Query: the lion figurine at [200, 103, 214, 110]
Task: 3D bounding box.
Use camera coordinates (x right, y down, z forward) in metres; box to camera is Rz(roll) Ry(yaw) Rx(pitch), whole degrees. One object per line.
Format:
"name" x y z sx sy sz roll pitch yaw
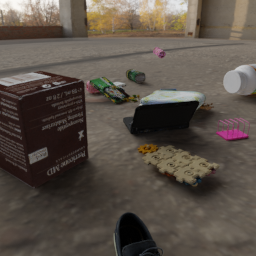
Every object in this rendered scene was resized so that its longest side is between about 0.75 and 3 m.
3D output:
"lion figurine" 3.618 -0.987 13.076 0.555 0.329 0.907 -21 6 -21

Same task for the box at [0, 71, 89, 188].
"box" -2.638 -0.132 8.130 2.106 2.564 2.127 17 29 34

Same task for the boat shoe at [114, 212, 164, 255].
"boat shoe" 0.202 2.309 4.821 0.813 0.678 2.178 -4 25 -13

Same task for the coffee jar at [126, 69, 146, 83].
"coffee jar" 0.473 -3.436 18.376 0.791 0.647 1.517 -17 28 -22

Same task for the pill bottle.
"pill bottle" 6.726 -2.650 15.287 2.909 1.615 1.615 -11 25 -25

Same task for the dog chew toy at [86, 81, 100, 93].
"dog chew toy" -1.763 -2.333 15.836 1.142 0.711 0.711 -3 22 -24

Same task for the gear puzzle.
"gear puzzle" 1.217 1.022 8.369 1.398 0.354 2.700 -20 27 -35

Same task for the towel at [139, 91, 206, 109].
"towel" 2.079 -1.210 12.939 2.669 0.643 2.284 5 20 24

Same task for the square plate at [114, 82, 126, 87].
"square plate" -0.675 -2.697 17.341 0.873 0.124 0.865 21 30 40

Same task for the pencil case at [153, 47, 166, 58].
"pencil case" 1.355 -3.269 12.144 0.334 0.320 0.772 4 29 -19

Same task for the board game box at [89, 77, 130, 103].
"board game box" -0.978 -2.030 14.748 1.092 0.244 2.084 -24 53 -40

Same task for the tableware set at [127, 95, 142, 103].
"tableware set" 0.292 -1.572 14.633 0.709 0.161 1.052 14 27 30

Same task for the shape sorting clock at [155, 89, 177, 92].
"shape sorting clock" 2.033 -1.849 14.717 1.296 0.254 1.296 -2 -4 0

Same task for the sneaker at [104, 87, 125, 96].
"sneaker" -0.800 -1.955 15.233 1.175 0.447 0.849 13 34 9

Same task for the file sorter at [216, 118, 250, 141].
"file sorter" 3.884 0.009 10.335 0.953 0.597 0.662 -7 23 -16

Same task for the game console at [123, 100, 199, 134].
"game console" 1.168 -0.620 10.798 2.402 1.398 2.113 -5 24 -14
